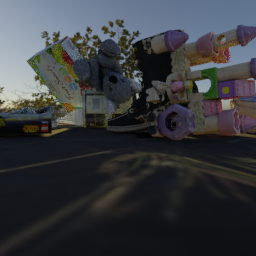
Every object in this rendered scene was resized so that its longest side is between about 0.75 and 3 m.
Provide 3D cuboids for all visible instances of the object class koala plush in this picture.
[{"bbox_3d":[-0.560,-1.609,9.769,1.792,2.021,1.857,-40,-17,-10],"label":"koala plush"}]

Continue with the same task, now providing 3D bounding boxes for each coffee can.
[{"bbox_3d":[-0.713,-0.743,10.803,1.993,1.459,1.459,0,2,-5],"label":"coffee can"}]

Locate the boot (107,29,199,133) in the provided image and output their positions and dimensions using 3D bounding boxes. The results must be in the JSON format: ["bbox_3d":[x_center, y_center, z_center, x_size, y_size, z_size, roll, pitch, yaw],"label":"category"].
[{"bbox_3d":[0.445,-0.946,6.605,2.649,1.995,0.969,-11,-3,43],"label":"boot"}]

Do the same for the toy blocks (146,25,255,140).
[{"bbox_3d":[1.634,-0.821,4.954,1.816,2.016,2.157,-5,-5,36],"label":"toy blocks"}]

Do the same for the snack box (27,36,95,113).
[{"bbox_3d":[-2.650,-2.219,12.270,2.103,2.957,0.783,-15,33,32],"label":"snack box"}]

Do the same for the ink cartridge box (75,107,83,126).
[{"bbox_3d":[-1.352,-0.509,12.650,1.474,0.851,2.026,-1,2,10],"label":"ink cartridge box"}]

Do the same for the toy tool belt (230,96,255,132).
[{"bbox_3d":[3.736,-0.597,6.990,2.317,1.424,1.447,1,2,24],"label":"toy tool belt"}]

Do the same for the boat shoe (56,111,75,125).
[{"bbox_3d":[-3.209,-0.621,16.234,0.899,0.856,2.497,1,2,32],"label":"boat shoe"}]

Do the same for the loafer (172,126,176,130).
[{"bbox_3d":[1.542,-0.198,7.218,0.634,0.616,1.736,-2,3,-45],"label":"loafer"}]

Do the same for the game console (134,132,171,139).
[{"bbox_3d":[0.547,0.131,5.235,0.830,0.100,0.489,3,3,44],"label":"game console"}]

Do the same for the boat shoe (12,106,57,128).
[{"bbox_3d":[-3.085,-0.356,9.063,0.926,0.806,2.513,1,2,16],"label":"boat shoe"}]

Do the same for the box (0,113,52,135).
[{"bbox_3d":[-2.949,-0.075,5.757,2.318,0.462,1.587,-1,2,-33],"label":"box"}]
